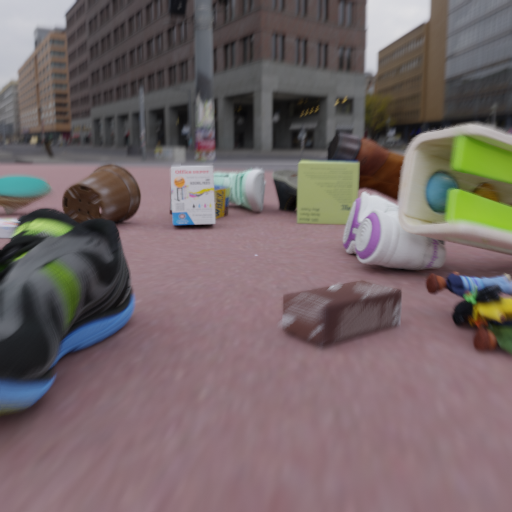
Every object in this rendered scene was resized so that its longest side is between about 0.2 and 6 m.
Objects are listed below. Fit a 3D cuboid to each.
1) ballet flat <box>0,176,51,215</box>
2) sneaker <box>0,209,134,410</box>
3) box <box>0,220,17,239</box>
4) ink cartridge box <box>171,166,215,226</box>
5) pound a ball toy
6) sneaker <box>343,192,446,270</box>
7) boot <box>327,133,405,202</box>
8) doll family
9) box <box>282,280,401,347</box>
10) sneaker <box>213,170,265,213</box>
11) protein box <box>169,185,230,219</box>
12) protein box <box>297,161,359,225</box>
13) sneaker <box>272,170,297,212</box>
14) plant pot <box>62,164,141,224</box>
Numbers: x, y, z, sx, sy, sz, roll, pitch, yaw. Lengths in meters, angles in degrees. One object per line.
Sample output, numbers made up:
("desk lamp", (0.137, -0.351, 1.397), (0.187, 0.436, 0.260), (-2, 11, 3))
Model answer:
("ballet flat", (-6.510, -1.485, 13.954), (2.711, 0.885, 0.956), (1, 43, -11))
("sneaker", (-1.857, 0.303, 4.433), (1.104, 1.290, 3.114), (0, 11, 9))
("box", (-4.740, -0.541, 11.097), (1.291, 0.266, 1.007), (-1, 12, -3))
("ink cartridge box", (-1.359, -1.288, 12.021), (0.911, 1.237, 0.895), (-2, 4, -7))
("pound a ball toy", (3.654, -1.100, 7.827), (3.346, 2.182, 1.421), (9, -2, -28))
("sneaker", (2.117, -0.289, 8.751), (1.337, 1.005, 2.683), (13, 16, -2))
("boot", (2.992, -1.765, 14.271), (3.067, 2.887, 1.050), (15, 52, -11))
("doll family", (2.221, 0.496, 5.438), (0.888, 0.603, 1.536), (-4, 6, 2))
("box", (0.846, 0.534, 5.479), (1.111, 0.416, 0.556), (-9, 14, -37))
("sneaker", (-0.634, -1.734, 14.810), (1.698, 1.060, 2.879), (6, 2, 1))
("protein box", (-1.348, -1.338, 13.516), (1.067, 0.720, 1.060), (11, 16, 21))
("protein box", (1.632, -1.449, 12.734), (1.352, 1.362, 0.919), (2, 12, 9))
("sneaker", (1.056, -1.560, 14.277), (0.719, 1.021, 1.923), (-16, 23, -16))
("plant pot", (-3.388, -1.206, 12.056), (1.334, 1.334, 1.321), (3, 19, 16))
